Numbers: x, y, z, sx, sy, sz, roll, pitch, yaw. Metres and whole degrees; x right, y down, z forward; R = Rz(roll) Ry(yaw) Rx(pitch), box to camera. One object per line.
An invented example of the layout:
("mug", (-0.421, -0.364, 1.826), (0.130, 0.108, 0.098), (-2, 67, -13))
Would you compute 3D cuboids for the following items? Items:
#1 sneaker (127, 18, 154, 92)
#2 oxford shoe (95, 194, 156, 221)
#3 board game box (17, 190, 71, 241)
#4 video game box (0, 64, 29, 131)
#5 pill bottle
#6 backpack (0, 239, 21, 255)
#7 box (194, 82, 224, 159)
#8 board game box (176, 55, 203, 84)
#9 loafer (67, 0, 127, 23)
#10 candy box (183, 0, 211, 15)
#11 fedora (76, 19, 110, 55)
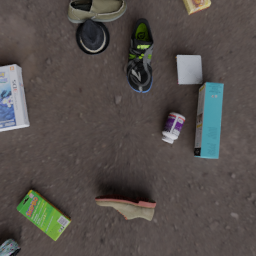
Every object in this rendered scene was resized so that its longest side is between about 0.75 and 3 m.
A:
("sneaker", (0.416, -2.599, 9.960), (0.960, 1.122, 2.707), (2, 83, 4))
("oxford shoe", (-0.119, 2.801, 9.755), (2.141, 0.754, 0.801), (8, 91, 2))
("board game box", (-2.998, 3.078, 9.973), (1.814, 0.272, 0.866), (38, 86, 0))
("video game box", (-5.008, -0.972, 10.148), (2.480, 0.581, 2.259), (-11, 83, -1))
("pill bottle", (1.605, -0.003, 10.055), (0.585, 0.585, 1.040), (23, 85, 2))
("backpack", (-4.230, 4.347, 9.616), (1.012, 0.844, 0.640), (-43, 82, -9))
("box", (2.821, -0.231, 9.828), (0.629, 1.053, 2.559), (5, 86, 3))
("board game box", (2.210, -2.100, 10.130), (1.025, 0.133, 1.025), (-5, 92, -23))
("loafer", (-1.137, -4.398, 10.245), (2.241, 0.780, 0.843), (-14, 77, -4))
("candy box", (2.455, -5.121, 10.566), (0.823, 0.394, 1.426), (-21, 86, -2))
("fedora", (-1.322, -3.443, 10.303), (1.418, 0.647, 1.418), (0, 85, -1))
